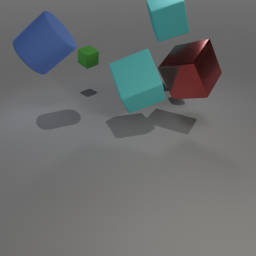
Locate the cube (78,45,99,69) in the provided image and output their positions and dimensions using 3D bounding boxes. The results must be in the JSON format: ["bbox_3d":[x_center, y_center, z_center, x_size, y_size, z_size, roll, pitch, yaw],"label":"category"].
[{"bbox_3d":[-1.824,-3.255,12.832,0.700,0.700,0.700,37,50,28],"label":"cube"}]

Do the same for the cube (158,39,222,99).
[{"bbox_3d":[2.139,-1.967,9.592,1.400,1.400,1.400,3,46,44],"label":"cube"}]

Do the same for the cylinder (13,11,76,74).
[{"bbox_3d":[-2.596,-2.651,8.803,1.400,1.400,1.400,-35,26,14],"label":"cylinder"}]

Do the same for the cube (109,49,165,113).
[{"bbox_3d":[0.344,-1.555,9.584,1.400,1.400,1.400,-21,71,5],"label":"cube"}]

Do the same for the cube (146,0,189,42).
[{"bbox_3d":[1.701,-4.825,12.110,1.400,1.400,1.400,-16,41,8],"label":"cube"}]
